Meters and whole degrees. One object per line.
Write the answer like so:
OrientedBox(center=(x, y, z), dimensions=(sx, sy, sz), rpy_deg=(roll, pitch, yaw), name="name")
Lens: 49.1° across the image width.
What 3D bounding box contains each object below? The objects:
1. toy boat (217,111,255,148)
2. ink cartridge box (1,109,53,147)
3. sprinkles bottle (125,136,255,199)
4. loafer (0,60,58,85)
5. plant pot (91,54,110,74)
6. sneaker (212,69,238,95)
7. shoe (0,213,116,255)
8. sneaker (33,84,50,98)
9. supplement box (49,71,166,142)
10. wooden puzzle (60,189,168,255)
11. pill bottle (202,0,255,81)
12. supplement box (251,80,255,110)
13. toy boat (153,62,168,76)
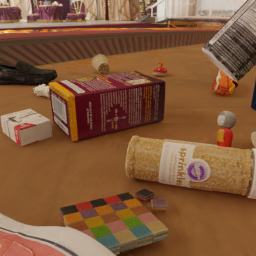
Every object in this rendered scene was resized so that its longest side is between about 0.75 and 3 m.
OrientedBox(center=(2.884, 0.107, 5.979), dimensions=(2.014, 0.936, 1.693), rpy_deg=(3, -9, 35), name="toy boat")
OrientedBox(center=(-2.652, -0.047, 7.285), dimensions=(0.869, 0.491, 1.184), rpy_deg=(-22, 32, -39), name="ink cartridge box")
OrientedBox(center=(1.259, 0.693, 5.148), dimensions=(2.532, 0.864, 0.864), rpy_deg=(6, 24, 15), name="sprinkles bottle")
OrientedBox(center=(-4.551, -2.433, 12.125), dimensions=(2.908, 1.021, 0.987), rpy_deg=(0, 23, 0), name="loafer")
OrientedBox(center=(-1.319, -3.139, 14.104), dimensions=(0.907, 0.907, 0.830), rpy_deg=(-8, 35, -17), name="plant pot")
OrientedBox(center=(3.956, -1.866, 11.323), dimensions=(0.920, 0.870, 2.384), rpy_deg=(19, 35, 11), name="sneaker")
OrientedBox(center=(-1.337, 1.656, 2.875), dimensions=(2.756, 0.985, 1.254), rpy_deg=(7, 25, 27), name="shoe")
OrientedBox(center=(-3.167, -1.331, 10.431), dimensions=(0.502, 0.441, 1.254), rpy_deg=(-21, 23, -27), name="sneaker")
OrientedBox(center=(-0.556, -0.735, 7.932), dimensions=(2.881, 1.234, 1.590), rpy_deg=(-13, 27, -28), name="supplement box")
OrientedBox(center=(-0.243, 1.388, 4.143), dimensions=(2.081, 0.146, 1.234), rpy_deg=(-6, 16, -26), name="wooden puzzle")
OrientedBox(center=(3.032, -2.353, 6.633), dimensions=(1.251, 2.354, 1.251), rpy_deg=(39, 18, -15), name="pill bottle")
OrientedBox(center=(5.136, -0.967, 8.476), dimensions=(1.830, 1.230, 1.832), rpy_deg=(-4, 24, -9), name="supplement box")
OrientedBox(center=(1.576, -2.903, 13.676), dimensions=(0.653, 0.654, 1.001), rpy_deg=(6, 24, 14), name="toy boat")
